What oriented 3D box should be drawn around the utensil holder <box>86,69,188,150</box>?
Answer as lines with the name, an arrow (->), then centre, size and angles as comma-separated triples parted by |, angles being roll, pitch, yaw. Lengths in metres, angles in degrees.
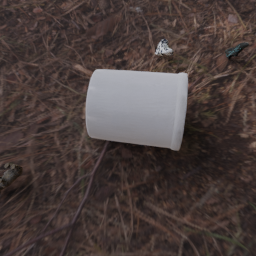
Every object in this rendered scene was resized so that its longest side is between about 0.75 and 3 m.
utensil holder -> 0.291, -0.587, 8.034 | 2.570, 2.184, 2.184 | 7, 59, 6

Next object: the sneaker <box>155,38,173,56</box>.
sneaker -> 1.348, -2.956, 10.130 | 0.365, 0.914, 0.595 | 5, 98, -22

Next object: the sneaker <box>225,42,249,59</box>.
sneaker -> 3.974, -2.803, 10.157 | 0.338, 0.895, 0.355 | 3, 75, -41

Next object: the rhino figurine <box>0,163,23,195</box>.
rhino figurine -> -3.394, 1.441, 7.697 | 1.207, 0.528, 0.361 | -45, 62, 1
